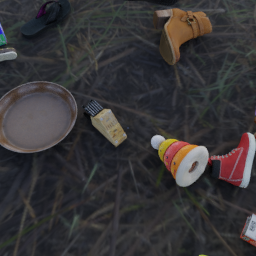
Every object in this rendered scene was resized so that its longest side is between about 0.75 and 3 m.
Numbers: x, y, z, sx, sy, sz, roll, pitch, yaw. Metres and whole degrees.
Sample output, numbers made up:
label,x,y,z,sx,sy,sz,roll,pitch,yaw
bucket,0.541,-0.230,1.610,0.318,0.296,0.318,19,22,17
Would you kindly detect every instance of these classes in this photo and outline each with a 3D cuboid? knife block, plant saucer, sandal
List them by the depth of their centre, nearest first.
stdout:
label,x,y,z,sx,sy,sz,roll,pitch,yaw
knife block,-0.811,-0.186,8.751,0.470,1.290,1.469,-40,112,-20
plant saucer,-2.895,-0.333,8.796,2.637,0.423,2.637,0,60,0
sandal,-3.207,-4.492,11.155,0.954,0.607,2.538,31,64,17

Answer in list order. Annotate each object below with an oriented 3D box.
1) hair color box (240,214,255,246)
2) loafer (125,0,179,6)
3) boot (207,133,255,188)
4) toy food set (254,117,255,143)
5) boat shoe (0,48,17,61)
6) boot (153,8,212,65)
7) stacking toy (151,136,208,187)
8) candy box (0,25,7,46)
label,x,y,z,sx,sy,sz,roll,pitch,yaw
hair color box,3.543,2.758,6.971,1.239,0.379,0.629,28,64,15
loafer,0.257,-3.285,6.178,2.157,0.788,0.766,0,60,-37
boot,2.927,0.754,8.064,1.207,0.606,1.673,17,64,11
toy food set,4.604,-0.305,8.526,1.544,0.382,2.429,31,87,17
boat shoe,-4.663,-2.688,10.210,1.138,0.409,0.339,-11,60,-11
boot,2.152,-3.472,10.477,2.019,0.997,2.600,-4,55,-10
stacking toy,1.288,0.742,7.961,1.236,1.236,1.692,-38,47,-20
candy box,-5.449,-3.543,10.641,1.361,0.524,1.151,-22,60,-12
